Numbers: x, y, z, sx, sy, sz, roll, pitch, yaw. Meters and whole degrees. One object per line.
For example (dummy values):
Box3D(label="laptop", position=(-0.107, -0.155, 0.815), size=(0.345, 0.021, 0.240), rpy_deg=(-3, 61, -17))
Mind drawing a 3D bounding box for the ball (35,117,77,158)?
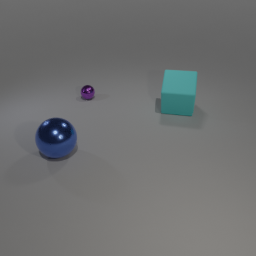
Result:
Box3D(label="ball", position=(-2.454, 0.337, 9.603), size=(1.400, 1.400, 1.400), rpy_deg=(0, 31, 0))

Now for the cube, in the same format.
Box3D(label="cube", position=(2.225, -1.534, 12.250), size=(1.400, 1.400, 1.400), rpy_deg=(6, 55, 11))

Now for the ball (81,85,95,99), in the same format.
Box3D(label="ball", position=(-1.969, -1.754, 13.707), size=(0.700, 0.700, 0.700), rpy_deg=(0, 31, 0))
